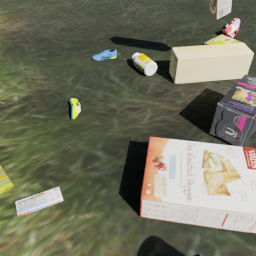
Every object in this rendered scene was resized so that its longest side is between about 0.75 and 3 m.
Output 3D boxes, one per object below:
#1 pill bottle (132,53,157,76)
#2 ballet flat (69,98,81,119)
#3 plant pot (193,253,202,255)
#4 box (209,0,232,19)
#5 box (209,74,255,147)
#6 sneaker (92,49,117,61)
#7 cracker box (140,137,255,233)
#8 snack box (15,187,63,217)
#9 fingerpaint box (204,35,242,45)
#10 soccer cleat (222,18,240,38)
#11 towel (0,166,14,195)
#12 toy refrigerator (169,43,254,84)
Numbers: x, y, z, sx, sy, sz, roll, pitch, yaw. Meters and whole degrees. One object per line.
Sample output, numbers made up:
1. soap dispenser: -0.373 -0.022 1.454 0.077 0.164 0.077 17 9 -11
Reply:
1. pill bottle: 0.528 -2.207 9.557 0.502 0.502 0.964 -22 47 -22
2. ballet flat: -1.489 -0.567 7.955 0.287 0.287 0.858 0 40 -17
3. plant pot: 1.242 2.569 4.039 0.997 1.061 1.061 29 48 8
4. box: 2.448 -3.907 7.359 0.500 2.411 0.466 -28 65 6
5. box: 2.990 -0.468 7.237 0.923 1.064 1.741 29 50 28
6. sneaker: -0.861 -2.701 10.216 0.918 0.360 0.302 -12 46 -11
7. cracker box: 1.570 1.102 5.782 2.489 0.718 1.667 6 43 6
8. snack box: -1.828 1.513 5.788 0.911 0.111 0.327 -17 45 -18
9. fingerpaint box: 3.535 -3.016 10.503 1.136 0.417 0.948 -30 51 -30
10. soccer cleat: 4.464 -4.206 11.853 0.561 0.490 1.469 46 49 3
11. towel: -3.456 0.918 6.422 0.886 0.186 2.058 -26 47 -32
12. toy refrigerator: 2.658 -2.146 9.178 2.448 0.929 0.857 -6 43 -5
